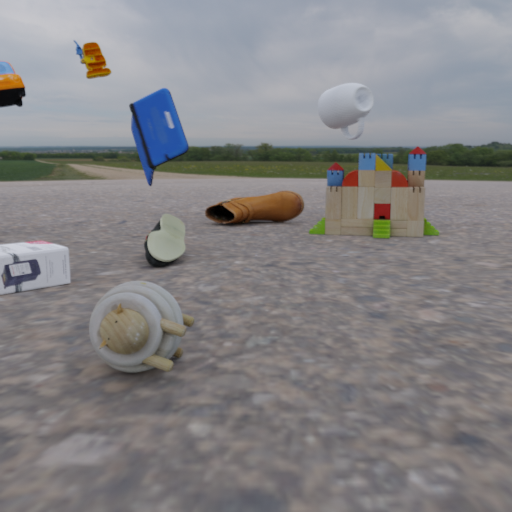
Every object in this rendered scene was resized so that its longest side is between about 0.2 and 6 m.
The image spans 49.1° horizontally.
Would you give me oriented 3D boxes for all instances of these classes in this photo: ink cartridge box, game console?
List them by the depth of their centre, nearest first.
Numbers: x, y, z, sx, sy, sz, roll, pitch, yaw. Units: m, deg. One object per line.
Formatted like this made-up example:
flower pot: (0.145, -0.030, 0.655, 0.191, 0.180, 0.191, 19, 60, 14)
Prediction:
ink cartridge box: (-3.717, 0.172, 8.493, 1.414, 0.596, 1.024, -9, 14, -43)
game console: (-1.908, -2.286, 10.879, 1.217, 1.426, 0.844, -23, -15, 11)

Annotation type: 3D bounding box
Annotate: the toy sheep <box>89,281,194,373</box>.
toy sheep: (-1.078, 0.658, 5.216, 0.923, 0.923, 1.339, 0, -3, -1)

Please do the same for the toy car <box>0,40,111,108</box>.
toy car: (-3.714, -3.161, 9.702, 2.301, 0.766, 1.129, -16, 5, -9)

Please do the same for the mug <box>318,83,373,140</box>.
mug: (2.328, -3.597, 13.965, 1.027, 1.391, 1.220, -16, 9, -27)

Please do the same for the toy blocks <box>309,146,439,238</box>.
toy blocks: (2.987, -1.638, 14.126, 3.208, 2.193, 1.603, 2, 10, 12)

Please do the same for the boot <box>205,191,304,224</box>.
boot: (-0.062, -1.390, 16.280, 2.509, 0.962, 1.948, 6, 12, 32)

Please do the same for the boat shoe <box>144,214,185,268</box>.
boat shoe: (-1.780, -0.191, 10.733, 0.716, 0.613, 1.958, 30, 18, -13)
